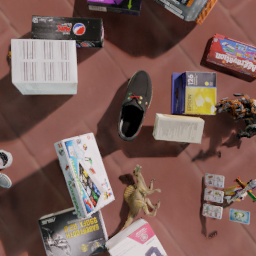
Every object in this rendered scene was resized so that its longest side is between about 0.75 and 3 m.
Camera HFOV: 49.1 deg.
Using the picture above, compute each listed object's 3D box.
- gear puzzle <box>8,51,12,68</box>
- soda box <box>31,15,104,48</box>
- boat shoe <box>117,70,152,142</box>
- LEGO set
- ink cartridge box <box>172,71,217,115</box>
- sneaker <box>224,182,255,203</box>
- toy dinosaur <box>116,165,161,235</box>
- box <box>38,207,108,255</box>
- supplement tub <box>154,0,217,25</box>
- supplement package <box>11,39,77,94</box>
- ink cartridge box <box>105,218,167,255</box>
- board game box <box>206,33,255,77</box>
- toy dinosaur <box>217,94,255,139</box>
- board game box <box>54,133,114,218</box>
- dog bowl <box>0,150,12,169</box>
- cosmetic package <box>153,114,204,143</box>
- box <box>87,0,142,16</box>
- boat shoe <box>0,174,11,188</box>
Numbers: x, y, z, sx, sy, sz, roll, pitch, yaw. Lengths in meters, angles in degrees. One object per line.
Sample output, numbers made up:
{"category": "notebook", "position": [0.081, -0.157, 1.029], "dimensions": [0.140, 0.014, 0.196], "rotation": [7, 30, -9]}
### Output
{"category": "gear puzzle", "position": [-4.071, -2.375, 11.041], "dimensions": [0.958, 0.242, 1.850], "rotation": [-33, 88, -2]}
{"category": "soda box", "position": [-2.287, -3.683, 10.799], "dimensions": [2.666, 0.844, 0.943], "rotation": [3, 88, 1]}
{"category": "boat shoe", "position": [0.303, -0.882, 10.671], "dimensions": [1.044, 0.894, 2.855], "rotation": [15, 86, 3]}
{"category": "LEGO set", "position": [3.997, 2.638, 10.472], "dimensions": [2.203, 0.541, 1.646], "rotation": [3, 87, 30]}
{"category": "ink cartridge box", "position": [2.582, -1.361, 10.937], "dimensions": [1.675, 0.394, 1.656], "rotation": [2, 88, -2]}
{"category": "sneaker", "position": [4.348, 2.488, 10.734], "dimensions": [1.296, 0.486, 0.584], "rotation": [-15, 96, 5]}
{"category": "toy dinosaur", "position": [0.468, 2.832, 10.675], "dimensions": [1.405, 0.809, 2.780], "rotation": [12, 88, 18]}
{"category": "box", "position": [-2.019, 3.956, 10.577], "dimensions": [2.289, 0.553, 1.813], "rotation": [-16, 87, 0]}
{"category": "supplement tub", "position": [1.998, -5.162, 10.481], "dimensions": [2.679, 1.642, 1.642], "rotation": [33, 88, 1]}
{"category": "supplement package", "position": [-2.881, -2.105, 10.017], "dimensions": [2.054, 1.964, 1.510], "rotation": [-2, 86, -11]}
{"category": "ink cartridge box", "position": [0.491, 4.745, 10.072], "dimensions": [1.670, 0.973, 2.307], "rotation": [-31, 93, -16]}
{"category": "board game box", "position": [4.315, -2.863, 11.087], "dimensions": [2.179, 0.212, 1.122], "rotation": [18, 88, 1]}
{"category": "toy dinosaur", "position": [4.644, -0.568, 10.553], "dimensions": [2.443, 1.248, 1.658], "rotation": [-3, 68, 23]}
{"category": "board game box", "position": [-1.418, 1.512, 9.443], "dimensions": [0.436, 1.592, 2.521], "rotation": [-20, 87, 32]}
{"category": "dog bowl", "position": [-4.914, 1.225, 10.882], "dimensions": [0.759, 0.223, 0.759], "rotation": [0, 88, 0]}
{"category": "cosmetic package", "position": [1.887, 0.012, 10.572], "dimensions": [1.746, 0.621, 0.918], "rotation": [6, 105, -6]}
{"category": "box", "position": [-0.383, -6.055, 11.081], "dimensions": [2.097, 0.530, 2.934], "rotation": [7, 86, 0]}
{"category": "boat shoe", "position": [-5.095, 1.894, 10.758], "dimensions": [1.287, 0.398, 0.469], "rotation": [37, 88, 2]}
